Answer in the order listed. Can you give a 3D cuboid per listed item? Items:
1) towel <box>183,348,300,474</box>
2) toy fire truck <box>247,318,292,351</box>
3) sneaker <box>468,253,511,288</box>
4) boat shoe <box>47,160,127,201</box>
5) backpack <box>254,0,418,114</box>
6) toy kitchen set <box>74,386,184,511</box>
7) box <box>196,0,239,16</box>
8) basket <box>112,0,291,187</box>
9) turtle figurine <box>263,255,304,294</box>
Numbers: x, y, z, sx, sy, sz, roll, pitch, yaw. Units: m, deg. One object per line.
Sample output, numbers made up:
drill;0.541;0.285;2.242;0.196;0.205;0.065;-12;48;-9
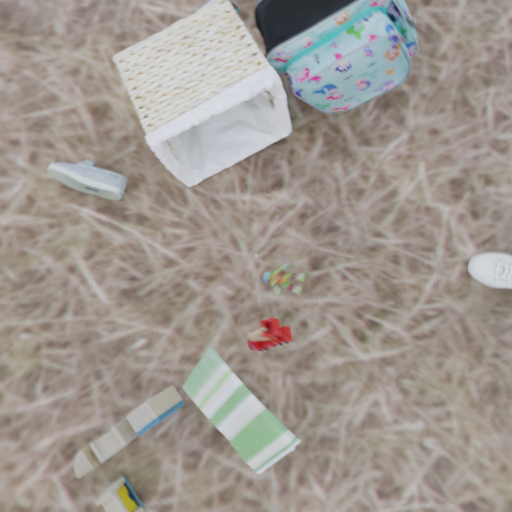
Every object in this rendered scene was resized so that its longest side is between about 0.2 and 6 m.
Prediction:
towel;-0.299;2.473;8.840;1.926;1.469;0.225;46;48;10
toy fire truck;0.143;1.275;8.888;0.755;1.071;0.261;13;62;-41
sneaker;5.014;0.321;10.593;1.835;0.777;0.668;13;82;4
boat shoe;-3.309;-1.584;11.099;1.555;0.542;0.554;19;66;2
backpack;1.635;-3.921;10.259;2.508;2.825;2.127;-22;81;26
toy kitchen set;-1.989;3.611;10.022;1.947;1.147;1.560;-38;82;14
box;-1.022;-4.878;11.735;1.320;0.324;0.543;-42;83;-7
basket;-0.876;-2.887;10.222;2.452;2.430;1.972;-26;78;4
turtle figurine;0.556;0.448;10.446;0.740;0.763;0.549;15;56;-21
